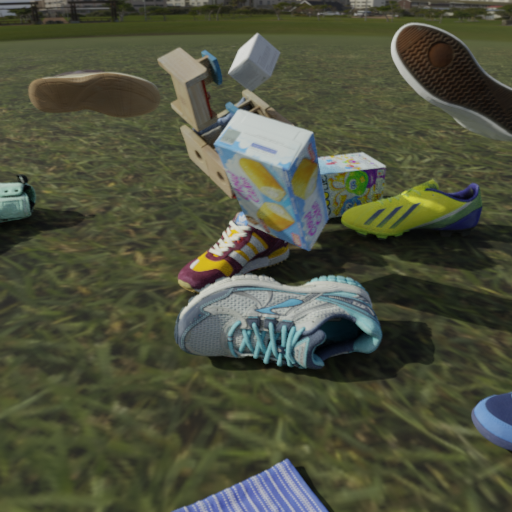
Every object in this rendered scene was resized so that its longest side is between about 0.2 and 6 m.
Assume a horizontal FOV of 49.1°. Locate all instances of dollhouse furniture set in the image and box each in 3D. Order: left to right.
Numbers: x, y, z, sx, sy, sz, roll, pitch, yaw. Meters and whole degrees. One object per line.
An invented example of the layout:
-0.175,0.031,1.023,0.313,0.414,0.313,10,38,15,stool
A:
-0.409,-2.626,10.298,1.660,2.356,1.651,-34,56,-15,dollhouse furniture set

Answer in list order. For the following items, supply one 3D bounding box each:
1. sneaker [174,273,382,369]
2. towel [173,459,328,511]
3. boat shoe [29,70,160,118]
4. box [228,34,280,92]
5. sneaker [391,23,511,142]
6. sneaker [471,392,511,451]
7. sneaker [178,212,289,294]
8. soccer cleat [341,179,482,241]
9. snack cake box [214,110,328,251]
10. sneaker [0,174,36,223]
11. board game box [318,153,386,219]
0.386,1.021,8.151,3.100,1.203,1.338,-7,32,-13,sneaker
-0.021,2.799,5.796,1.581,0.189,1.145,-15,32,-26,towel
-2.350,-2.456,8.301,1.878,0.675,0.609,-1,36,1,boat shoe
-0.038,-3.619,10.528,0.684,0.586,0.681,-19,45,52,box
3.435,-2.854,9.757,2.900,1.056,1.228,34,3,-8,sneaker
3.809,1.829,6.835,2.309,0.950,0.854,-2,30,-1,sneaker
-0.407,-0.213,10.465,0.982,1.180,2.620,23,36,37,sneaker
3.320,-1.058,11.986,3.031,1.268,0.980,-2,28,-4,soccer cleat
0.311,-1.104,8.634,1.267,2.204,0.740,23,69,25,snack cake box
-5.895,-0.997,11.979,1.731,1.080,2.935,-3,25,8,sneaker
1.743,-1.625,13.198,2.225,1.146,1.167,-9,29,-16,board game box
